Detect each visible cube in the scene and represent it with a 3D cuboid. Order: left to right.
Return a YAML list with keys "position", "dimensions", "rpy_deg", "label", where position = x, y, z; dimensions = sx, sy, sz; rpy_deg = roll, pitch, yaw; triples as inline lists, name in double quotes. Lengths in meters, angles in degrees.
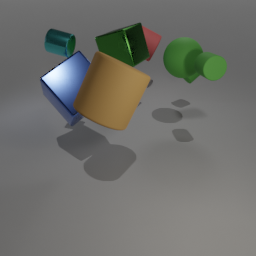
- position: [-1.560, -1.112, 8.283]
  dimensions: [1.400, 1.400, 1.400]
  rpy_deg: [-41, 0, -17]
  label: "cube"
- position: [-0.187, -3.171, 11.037]
  dimensions: [1.400, 1.400, 1.400]
  rpy_deg: [-3, 25, 34]
  label: "cube"

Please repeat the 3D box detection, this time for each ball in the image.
- position: [1.947, -2.467, 9.876]
  dimensions: [1.400, 1.400, 1.400]
  rpy_deg: [0, 29, 0]
  label: "ball"

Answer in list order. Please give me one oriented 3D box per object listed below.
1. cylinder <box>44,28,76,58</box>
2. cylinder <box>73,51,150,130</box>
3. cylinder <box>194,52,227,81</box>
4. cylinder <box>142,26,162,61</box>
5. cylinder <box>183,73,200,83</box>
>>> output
- position: [-2.014, -2.525, 8.347]
  dimensions: [0.700, 0.700, 0.700]
  rpy_deg: [17, 31, 6]
  label: "cylinder"
- position: [-0.389, -0.869, 6.610]
  dimensions: [1.400, 1.400, 1.400]
  rpy_deg: [25, 13, -6]
  label: "cylinder"
- position: [2.356, -1.781, 8.047]
  dimensions: [0.700, 0.700, 0.700]
  rpy_deg: [-5, 24, -9]
  label: "cylinder"
- position: [0.766, -4.310, 14.149]
  dimensions: [1.400, 1.400, 1.400]
  rpy_deg: [27, 29, -5]
  label: "cylinder"
- position: [2.722, -2.403, 12.075]
  dimensions: [0.700, 0.700, 0.700]
  rpy_deg: [-42, 35, 1]
  label: "cylinder"
